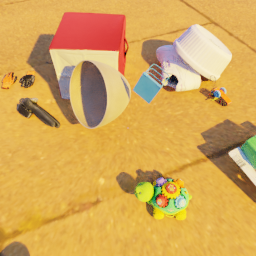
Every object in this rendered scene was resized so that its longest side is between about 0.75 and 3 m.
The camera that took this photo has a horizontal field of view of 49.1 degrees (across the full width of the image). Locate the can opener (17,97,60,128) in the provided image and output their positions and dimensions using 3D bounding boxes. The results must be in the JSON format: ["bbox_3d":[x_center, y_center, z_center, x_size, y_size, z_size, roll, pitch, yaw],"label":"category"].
[{"bbox_3d":[-3.055,-0.513,9.794,1.864,0.733,0.591,30,15,21],"label":"can opener"}]

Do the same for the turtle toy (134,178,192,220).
[{"bbox_3d":[0.936,1.780,7.454,1.539,0.778,1.121,2,48,1],"label":"turtle toy"}]

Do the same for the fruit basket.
[{"bbox_3d":[4.482,1.242,7.931,2.388,1.209,2.578,-26,68,-21],"label":"fruit basket"}]

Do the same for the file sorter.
[{"bbox_3d":[0.625,-1.195,7.500,0.602,0.868,0.533,40,62,1],"label":"file sorter"}]

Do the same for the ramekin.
[{"bbox_3d":[2.967,-3.011,10.893,2.330,1.085,2.330,28,33,-20],"label":"ramekin"}]

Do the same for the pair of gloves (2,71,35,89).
[{"bbox_3d":[-4.388,-1.927,11.257,1.264,0.156,1.126,-2,46,-5],"label":"pair of gloves"}]

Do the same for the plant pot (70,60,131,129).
[{"bbox_3d":[-0.709,-1.060,8.642,1.352,2.013,2.013,-11,44,-40],"label":"plant pot"}]

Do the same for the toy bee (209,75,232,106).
[{"bbox_3d":[3.360,-1.288,10.457,0.782,0.649,1.195,-5,72,-15],"label":"toy bee"}]

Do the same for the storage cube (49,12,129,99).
[{"bbox_3d":[-1.346,-2.631,10.457,2.685,2.295,2.414,3,49,2],"label":"storage cube"}]

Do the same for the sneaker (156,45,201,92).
[{"bbox_3d":[1.705,-2.416,11.124,1.325,0.996,2.660,-20,51,-17],"label":"sneaker"}]
